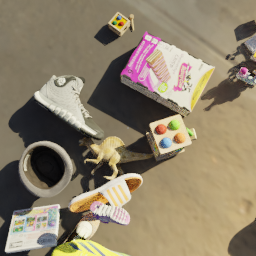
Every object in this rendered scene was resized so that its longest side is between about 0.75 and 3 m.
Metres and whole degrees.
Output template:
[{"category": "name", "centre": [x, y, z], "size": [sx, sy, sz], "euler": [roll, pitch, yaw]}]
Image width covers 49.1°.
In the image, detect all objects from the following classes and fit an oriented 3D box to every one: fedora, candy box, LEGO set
[{"category": "fedora", "centre": [-2.578, 1.328, 9.023], "size": [1.843, 0.832, 1.630], "euler": [38, 81, 12]}, {"category": "candy box", "centre": [1.303, -1.810, 9.510], "size": [2.644, 0.806, 1.803], "euler": [28, 82, 4]}, {"category": "LEGO set", "centre": [4.807, -2.823, 9.336], "size": [1.364, 1.103, 2.964], "euler": [22, 83, 3]}]

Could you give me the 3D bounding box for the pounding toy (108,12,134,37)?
[{"category": "pounding toy", "centre": [-0.114, -3.774, 10.010], "size": [0.792, 0.413, 0.902], "euler": [38, 83, 6]}]

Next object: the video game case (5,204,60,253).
[{"category": "video game case", "centre": [-2.911, 3.088, 8.688], "size": [1.497, 0.177, 1.363], "euler": [-8, 41, -1]}]

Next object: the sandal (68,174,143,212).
[{"category": "sandal", "centre": [-0.624, 2.282, 8.774], "size": [2.526, 0.968, 0.724], "euler": [-25, 47, 4]}]

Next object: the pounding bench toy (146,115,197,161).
[{"category": "pounding bench toy", "centre": [1.546, 0.223, 8.904], "size": [1.618, 1.262, 1.005], "euler": [-18, 74, -8]}]

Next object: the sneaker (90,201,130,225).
[{"category": "sneaker", "centre": [-0.482, 2.346, 7.438], "size": [1.106, 0.445, 0.489], "euler": [14, 124, 15]}]

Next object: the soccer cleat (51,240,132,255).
[{"category": "soccer cleat", "centre": [-0.823, 3.999, 8.163], "size": [2.810, 1.175, 0.908], "euler": [19, 90, -13]}]

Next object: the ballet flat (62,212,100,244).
[{"category": "ballet flat", "centre": [-1.556, 3.454, 8.808], "size": [0.636, 0.628, 1.869], "euler": [38, 83, 5]}]

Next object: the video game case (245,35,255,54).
[{"category": "video game case", "centre": [5.183, -2.914, 9.997], "size": [1.511, 0.179, 1.375], "euler": [-34, 83, -5]}]

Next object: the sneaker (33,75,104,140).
[{"category": "sneaker", "centre": [-1.659, -0.874, 9.287], "size": [2.745, 1.030, 1.585], "euler": [33, 81, 6]}]

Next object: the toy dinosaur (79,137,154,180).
[{"category": "toy dinosaur", "centre": [-0.393, 0.994, 9.107], "size": [2.744, 0.799, 1.387], "euler": [12, 80, 2]}]
